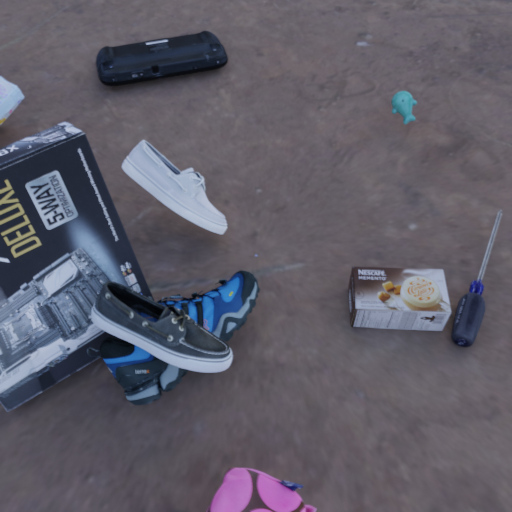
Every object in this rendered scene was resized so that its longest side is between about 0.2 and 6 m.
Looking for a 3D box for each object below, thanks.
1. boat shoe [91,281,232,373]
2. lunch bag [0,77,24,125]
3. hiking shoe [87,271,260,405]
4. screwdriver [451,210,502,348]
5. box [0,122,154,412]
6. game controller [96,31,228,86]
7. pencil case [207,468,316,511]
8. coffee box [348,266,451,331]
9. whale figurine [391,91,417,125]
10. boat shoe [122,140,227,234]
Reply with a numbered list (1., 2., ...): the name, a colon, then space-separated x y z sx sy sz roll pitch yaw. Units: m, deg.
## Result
1. boat shoe: -1.187 0.911 7.201 1.946 0.551 0.668 21 25 1
2. lunch bag: -5.950 -2.617 10.794 2.348 1.493 1.991 5 50 17
3. hiking shoe: -1.018 0.907 8.045 2.620 0.975 1.136 -42 103 -29
4. screwdriver: 3.706 0.291 9.227 0.411 0.429 2.948 21 51 15
5. box: -2.943 0.179 7.466 2.501 3.172 0.789 -30 37 -22
6. game controller: -2.200 -4.598 13.002 2.986 0.629 1.557 -13 38 -10
7. pencil case: -0.285 3.625 6.157 1.149 1.113 2.453 32 58 -2
8. coffee box: 2.198 0.663 8.751 1.432 0.571 0.819 3 52 2
9. whale figurine: 3.007 -3.013 11.358 0.522 0.341 0.657 -20 94 13
10. boat shoe: -1.282 -1.193 9.598 2.107 0.759 0.722 38 102 8
